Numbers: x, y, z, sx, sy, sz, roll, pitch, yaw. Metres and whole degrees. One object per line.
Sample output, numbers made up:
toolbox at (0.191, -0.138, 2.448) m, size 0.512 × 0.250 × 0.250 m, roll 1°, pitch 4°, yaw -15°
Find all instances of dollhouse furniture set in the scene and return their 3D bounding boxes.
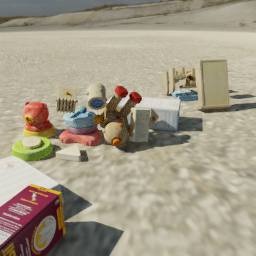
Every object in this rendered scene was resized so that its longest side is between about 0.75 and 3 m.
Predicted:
dollhouse furniture set at (2.616, -1.436, 10.198) m, size 2.070 × 1.569 × 2.362 m, roll -4°, pitch 1°, yaw -9°

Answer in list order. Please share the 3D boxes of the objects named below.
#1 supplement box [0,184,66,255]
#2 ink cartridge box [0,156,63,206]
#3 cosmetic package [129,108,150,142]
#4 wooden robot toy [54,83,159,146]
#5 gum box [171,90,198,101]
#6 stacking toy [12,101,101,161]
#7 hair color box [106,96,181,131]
supplement box at (-1.450, 1.429, 3.606) m, size 0.584 × 0.753 × 1.364 m, roll 10°, pitch 25°, yaw 21°
ink cartridge box at (-2.287, 1.135, 4.840) m, size 1.524 × 0.450 × 1.904 m, roll -22°, pitch 25°, yaw -40°
cosmetic package at (0.280, -0.079, 6.818) m, size 0.420 × 0.798 × 0.284 m, roll 2°, pitch 10°, yaw -23°
wooden robot toy at (-0.355, -0.214, 6.738) m, size 2.772 × 1.221 × 1.258 m, roll 18°, pitch 43°, yaw -25°
gum box at (2.188, -1.234, 10.588) m, size 0.895 × 0.199 × 0.760 m, roll -5°, pitch 24°, yaw -12°
stacking toy at (-1.790, -0.032, 6.874) m, size 2.121 × 0.896 × 1.920 m, roll 1°, pitch 23°, yaw 4°
hair color box at (0.441, -0.477, 8.244) m, size 2.114 × 0.641 × 1.047 m, roll 6°, pitch 23°, yaw 11°
